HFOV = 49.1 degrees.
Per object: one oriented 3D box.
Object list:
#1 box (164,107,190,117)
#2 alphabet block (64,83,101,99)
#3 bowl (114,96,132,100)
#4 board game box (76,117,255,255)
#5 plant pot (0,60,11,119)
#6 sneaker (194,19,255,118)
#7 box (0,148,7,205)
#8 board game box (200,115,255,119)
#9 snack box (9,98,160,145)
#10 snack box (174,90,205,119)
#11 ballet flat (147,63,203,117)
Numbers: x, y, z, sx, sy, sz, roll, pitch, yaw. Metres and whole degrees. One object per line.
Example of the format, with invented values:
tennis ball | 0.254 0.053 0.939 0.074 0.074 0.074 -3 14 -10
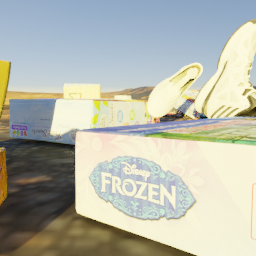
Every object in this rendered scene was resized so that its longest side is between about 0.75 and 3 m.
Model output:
box | 2.588 -0.953 16.399 1.924 0.531 2.818 -5 7 -44
alphabet block | -1.908 -1.033 11.572 1.466 1.501 1.474 0 5 -13
bowl | -0.243 -0.977 13.339 2.063 1.110 2.063 0 4 0
board game box | 1.527 0.245 1.856 2.657 0.548 2.663 4 6 38
plant pot | -2.238 -0.171 3.067 1.346 1.187 1.345 2 5 29
sneaker | 2.409 -0.988 5.712 0.832 2.203 1.268 6 29 -41
box | -1.713 0.388 1.183 2.028 0.421 1.207 -3 5 -11
board game box | 3.688 -0.320 10.372 1.975 0.278 1.336 1 5 12
snack box | -0.755 -0.200 5.637 2.008 0.806 2.381 4 5 32
snack box | 3.440 -1.264 14.300 2.067 0.770 2.906 -1 23 -25
ballet flat | 0.941 -0.814 5.443 1.530 0.531 0.531 -44 28 -26
